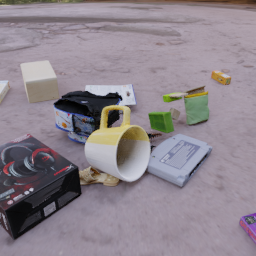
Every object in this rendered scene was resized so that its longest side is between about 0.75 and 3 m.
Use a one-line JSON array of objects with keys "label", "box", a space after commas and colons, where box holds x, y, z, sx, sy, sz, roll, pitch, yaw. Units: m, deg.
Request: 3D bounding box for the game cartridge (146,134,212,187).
[{"label": "game cartridge", "box": [1.537, 0.902, 8.667, 1.424, 0.437, 2.139, 24, 38, 29]}]

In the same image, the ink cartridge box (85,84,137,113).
[{"label": "ink cartridge box", "box": [-0.800, -1.297, 12.293, 2.225, 0.452, 2.220, -2, 31, -3]}]

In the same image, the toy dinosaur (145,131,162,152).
[{"label": "toy dinosaur", "box": [0.410, 0.356, 9.333, 1.515, 0.774, 1.029, -34, 22, -13]}]

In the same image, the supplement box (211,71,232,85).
[{"label": "supplement box", "box": [4.855, -2.639, 14.631, 0.406, 0.392, 1.179, -8, 32, -18]}]

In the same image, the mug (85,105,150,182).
[{"label": "mug", "box": [-0.347, 0.492, 8.099, 1.559, 1.521, 1.899, 3, 62, 41]}]

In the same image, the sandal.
[{"label": "sandal", "box": [-0.972, 1.289, 7.903, 1.475, 0.485, 0.541, 4, 31, 7]}]

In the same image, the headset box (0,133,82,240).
[{"label": "headset box", "box": [-2.871, 1.279, 7.392, 2.696, 1.011, 2.004, 26, 39, 36]}]

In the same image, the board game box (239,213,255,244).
[{"label": "board game box", "box": [3.496, 2.574, 5.963, 1.202, 0.323, 2.002, -13, 33, -13]}]

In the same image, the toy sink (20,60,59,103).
[{"label": "toy sink", "box": [-4.138, -2.167, 13.081, 1.365, 1.173, 2.094, -13, 38, -21]}]

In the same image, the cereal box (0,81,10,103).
[{"label": "cereal box", "box": [-6.459, -1.557, 12.750, 1.576, 0.433, 2.191, -3, 31, -5]}]

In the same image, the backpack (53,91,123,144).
[{"label": "backpack", "box": [-1.475, -0.458, 9.740, 2.056, 1.663, 2.158, 18, 28, 15]}]

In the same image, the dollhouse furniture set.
[{"label": "dollhouse furniture set", "box": [2.156, -0.644, 10.057, 2.765, 1.382, 1.067, -17, 13, -24]}]
